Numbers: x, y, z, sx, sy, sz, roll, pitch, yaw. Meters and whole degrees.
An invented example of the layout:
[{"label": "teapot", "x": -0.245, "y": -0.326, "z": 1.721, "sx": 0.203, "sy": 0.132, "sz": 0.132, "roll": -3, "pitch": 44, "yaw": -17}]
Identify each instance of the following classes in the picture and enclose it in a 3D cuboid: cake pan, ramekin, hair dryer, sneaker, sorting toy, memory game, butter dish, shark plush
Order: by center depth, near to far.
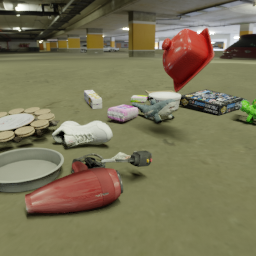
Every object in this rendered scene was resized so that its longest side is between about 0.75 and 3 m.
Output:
[{"label": "hair dryer", "x": -0.982, "y": 1.241, "z": 6.434, "sx": 2.274, "sy": 0.811, "sz": 2.986, "roll": -9, "pitch": 6, "yaw": 36}, {"label": "cake pan", "x": -2.664, "y": 1.040, "z": 7.157, "sx": 2.023, "sy": 0.371, "sz": 2.023, "roll": 0, "pitch": 18, "yaw": 0}, {"label": "butter dish", "x": 1.659, "y": -2.399, "z": 8.942, "sx": 1.320, "sy": 1.786, "sz": 1.781, "roll": 25, "pitch": 45, "yaw": -22}, {"label": "sneaker", "x": -1.515, "y": 0.303, "z": 9.020, "sx": 2.096, "sy": 0.817, "sz": 1.042, "roll": -1, "pitch": 22, "yaw": 26}, {"label": "memory game", "x": -4.028, "y": -0.155, "z": 9.703, "sx": 2.966, "sy": 0.189, "sz": 2.966, "roll": -5, "pitch": 23, "yaw": 2}, {"label": "shark plush", "x": 1.155, "y": -0.907, "z": 12.177, "sx": 1.028, "sy": 0.942, "sz": 2.263, "roll": -12, "pitch": 18, "yaw": -31}, {"label": "ramekin", "x": 1.783, "y": -1.274, "z": 13.693, "sx": 1.576, "sy": 0.734, "sz": 1.576, "roll": 0, "pitch": 18, "yaw": 0}, {"label": "sorting toy", "x": 2.127, "y": -1.650, "z": 15.586, "sx": 1.853, "sy": 0.333, "sz": 2.487, "roll": 0, "pitch": 22, "yaw": -13}]

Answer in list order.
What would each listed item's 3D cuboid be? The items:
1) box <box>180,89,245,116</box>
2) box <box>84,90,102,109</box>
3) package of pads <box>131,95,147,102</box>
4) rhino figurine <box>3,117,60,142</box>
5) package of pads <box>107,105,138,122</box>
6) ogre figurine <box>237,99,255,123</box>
[{"label": "box", "x": 4.198, "y": -1.331, "z": 14.013, "sx": 2.312, "sy": 0.574, "sz": 2.295, "roll": -16, "pitch": 26, "yaw": -39}, {"label": "box", "x": -1.883, "y": -1.546, "z": 14.898, "sx": 0.537, "sy": 0.502, "sz": 2.593, "roll": -5, "pitch": 19, "yaw": -16}, {"label": "package of pads", "x": 0.615, "y": -1.617, "z": 15.481, "sx": 0.836, "sy": 0.285, "sz": 0.646, "roll": 4, "pitch": 18, "yaw": 12}, {"label": "rhino figurine", "x": -3.437, "y": -0.072, "z": 10.093, "sx": 2.103, "sy": 0.629, "sz": 0.920, "roll": -18, "pitch": 24, "yaw": -35}, {"label": "package of pads", "x": -0.196, "y": -0.646, "z": 11.918, "sx": 0.811, "sy": 0.509, "sz": 1.346, "roll": 17, "pitch": 18, "yaw": 25}, {"label": "ogre figurine", "x": 5.378, "y": -0.647, "z": 11.526, "sx": 1.164, "sy": 0.952, "sz": 1.941, "roll": -7, "pitch": 54, "yaw": -41}]
